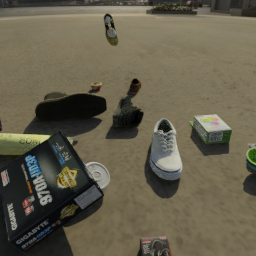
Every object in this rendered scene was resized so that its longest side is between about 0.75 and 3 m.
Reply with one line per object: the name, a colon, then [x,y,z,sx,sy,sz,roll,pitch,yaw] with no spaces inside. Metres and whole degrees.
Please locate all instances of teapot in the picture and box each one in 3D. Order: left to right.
teapot: [-1.023,1.449,7.743,0.945,0.690,0.933,31,46,-18]

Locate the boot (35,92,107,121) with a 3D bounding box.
boot: [-2.463,-1.241,12.397,2.934,1.136,2.029,-3,23,-7]

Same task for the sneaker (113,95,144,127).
sneaker: [0.117,-0.682,11.631,1.174,0.784,2.050,6,32,7]

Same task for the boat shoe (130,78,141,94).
boat shoe: [0.415,-2.351,14.921,0.571,0.570,1.621,2,27,4]

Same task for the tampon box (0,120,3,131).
tampon box: [-5.347,-0.148,10.804,0.767,0.575,0.484,10,30,18]

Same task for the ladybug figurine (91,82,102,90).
ladybug figurine: [-1.681,-2.250,14.997,0.523,0.277,0.770,15,29,30]

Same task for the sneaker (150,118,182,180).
sneaker: [1.159,0.572,9.055,0.991,0.961,2.714,-1,28,-3]

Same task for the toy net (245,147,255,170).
toy net: [4.836,0.805,8.556,2.525,0.488,1.325,-25,44,-20]

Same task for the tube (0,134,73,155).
tube: [-3.349,0.535,9.477,2.872,0.746,0.833,2,67,-7]

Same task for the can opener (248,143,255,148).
can opener: [4.676,0.775,9.358,1.627,0.544,0.434,5,26,-19]

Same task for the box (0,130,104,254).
box: [-2.079,1.382,7.098,2.153,0.623,2.709,-34,37,-10]

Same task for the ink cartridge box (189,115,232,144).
ink cartridge box: [3.099,-0.092,10.751,0.929,0.531,1.790,-4,29,-8]

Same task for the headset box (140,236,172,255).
headset box: [0.581,2.655,5.878,0.615,0.319,0.826,-2,30,-3]

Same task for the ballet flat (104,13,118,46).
ballet flat: [-0.781,-4.375,12.363,0.542,1.533,0.542,-12,-14,-3]
